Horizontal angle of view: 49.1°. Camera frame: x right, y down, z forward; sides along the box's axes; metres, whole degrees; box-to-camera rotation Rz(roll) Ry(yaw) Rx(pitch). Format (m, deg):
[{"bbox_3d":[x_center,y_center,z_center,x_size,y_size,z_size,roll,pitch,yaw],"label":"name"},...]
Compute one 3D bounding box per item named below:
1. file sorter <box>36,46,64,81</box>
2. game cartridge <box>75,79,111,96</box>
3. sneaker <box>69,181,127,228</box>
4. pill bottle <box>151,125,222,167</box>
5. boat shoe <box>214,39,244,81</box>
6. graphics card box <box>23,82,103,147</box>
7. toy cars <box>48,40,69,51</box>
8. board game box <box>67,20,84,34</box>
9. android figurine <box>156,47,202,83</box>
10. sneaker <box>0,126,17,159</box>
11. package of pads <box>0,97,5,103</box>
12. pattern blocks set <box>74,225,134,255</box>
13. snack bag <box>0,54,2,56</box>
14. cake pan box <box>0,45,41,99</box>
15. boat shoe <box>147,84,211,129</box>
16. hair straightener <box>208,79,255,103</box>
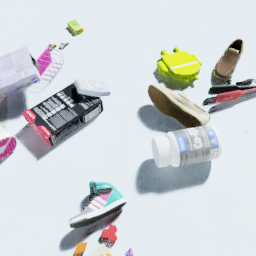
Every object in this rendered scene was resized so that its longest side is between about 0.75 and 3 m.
[{"bbox_3d":[-3.392,-2.774,12.186,0.758,0.840,1.209,17,55,9],"label":"file sorter"},{"bbox_3d":[-1.354,-1.565,10.923,1.307,0.271,0.870,2,35,-28],"label":"game cartridge"},{"bbox_3d":[-1.061,2.191,8.488,1.807,0.755,1.091,-19,60,-23],"label":"sneaker"},{"bbox_3d":[1.918,0.640,9.389,2.102,1.196,1.196,-10,54,-8],"label":"pill bottle"},{"bbox_3d":[4.480,-3.115,12.375,0.906,0.907,2.453,23,57,16],"label":"boat shoe"},{"bbox_3d":[-2.409,-0.633,10.681,2.579,0.656,1.618,-39,63,-24],"label":"graphics card box"},{"bbox_3d":[-3.380,-4.006,13.455,1.141,0.253,0.511,-15,55,-11],"label":"toy cars"},{"bbox_3d":[-2.694,-5.176,14.351,0.462,0.217,0.910,-28,58,-19],"label":"board game box"},{"bbox_3d":[2.323,-2.785,12.387,1.981,0.447,2.176,-17,54,-15],"label":"android figurine"},{"bbox_3d":[-5.295,0.770,9.436,2.788,1.134,1.230,-29,57,-30],"label":"sneaker"},{"bbox_3d":[-5.392,-1.331,11.341,0.691,0.434,1.146,16,55,12],"label":"package of pads"},{"bbox_3d":[-0.769,3.836,7.647,2.028,0.164,1.782,-30,59,-20],"label":"pattern blocks set"},{"bbox_3d":[-6.214,-2.837,12.633,1.643,0.176,1.549,10,54,8],"label":"snack bag"},{"bbox_3d":[-4.606,-2.257,11.191,2.055,0.537,1.892,-26,59,-3],"label":"cake pan box"},{"bbox_3d":[1.915,-0.892,10.784,2.651,0.945,0.855,40,56,16],"label":"boat shoe"},{"bbox_3d":[4.579,-1.779,11.584,2.824,0.578,1.087,-14,55,-10],"label":"hair straightener"}]
